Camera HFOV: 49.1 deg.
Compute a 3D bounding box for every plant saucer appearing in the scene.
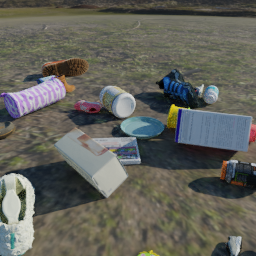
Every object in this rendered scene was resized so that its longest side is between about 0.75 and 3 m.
[{"bbox_3d":[0.527,0.005,10.264,1.591,0.218,1.591,0,27,0],"label":"plant saucer"}]

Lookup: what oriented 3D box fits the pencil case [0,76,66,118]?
[{"bbox_3d":[-3.865,-1.354,11.800,1.110,1.130,2.644,-24,8,43],"label":"pencil case"}]

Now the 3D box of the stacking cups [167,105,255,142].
[{"bbox_3d":[2.918,-0.154,9.809,2.994,0.906,0.906,12,30,21],"label":"stacking cups"}]

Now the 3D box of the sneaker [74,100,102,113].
[{"bbox_3d":[-1.713,-0.871,11.698,1.204,0.444,0.522,1,34,7],"label":"sneaker"}]

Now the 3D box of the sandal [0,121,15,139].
[{"bbox_3d":[-5.391,0.097,9.444,2.942,0.803,1.202,-12,30,-22],"label":"sandal"}]

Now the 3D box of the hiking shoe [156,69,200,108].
[{"bbox_3d":[2.296,-1.588,12.800,1.225,1.051,2.825,-32,37,6],"label":"hiking shoe"}]

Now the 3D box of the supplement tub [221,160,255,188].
[{"bbox_3d":[3.051,1.218,7.495,1.043,0.639,0.639,10,29,17],"label":"supplement tub"}]

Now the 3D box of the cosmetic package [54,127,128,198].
[{"bbox_3d":[-1.021,0.868,7.564,0.845,1.001,1.936,-42,46,-19],"label":"cosmetic package"}]

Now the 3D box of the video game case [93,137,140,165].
[{"bbox_3d":[-0.446,0.725,8.942,1.544,0.177,1.406,-1,27,-4],"label":"video game case"}]

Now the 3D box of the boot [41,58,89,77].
[{"bbox_3d":[-3.717,-3.583,16.346,2.710,1.017,1.453,-12,25,-20],"label":"boot"}]

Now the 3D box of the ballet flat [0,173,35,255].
[{"bbox_3d":[-2.604,1.648,6.424,0.980,0.980,2.730,-12,29,-21],"label":"ballet flat"}]

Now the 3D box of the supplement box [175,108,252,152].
[{"bbox_3d":[2.658,0.032,8.908,2.154,1.113,1.090,6,3,14],"label":"supplement box"}]

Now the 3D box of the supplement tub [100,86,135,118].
[{"bbox_3d":[-0.467,-1.106,11.483,1.037,1.037,1.436,-16,31,-27],"label":"supplement tub"}]

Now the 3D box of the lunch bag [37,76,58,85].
[{"bbox_3d":[-3.917,-2.247,14.024,0.955,0.716,1.124,-21,44,-34],"label":"lunch bag"}]

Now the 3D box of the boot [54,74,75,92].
[{"bbox_3d":[-3.120,-2.190,13.691,1.173,0.911,0.450,-21,34,-34],"label":"boot"}]

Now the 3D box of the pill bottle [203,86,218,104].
[{"bbox_3d":[3.749,-1.478,12.676,0.606,0.606,1.095,9,30,17],"label":"pill bottle"}]

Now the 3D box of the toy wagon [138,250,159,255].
[{"bbox_3d":[0.207,2.838,4.642,1.625,0.414,2.095,5,28,10],"label":"toy wagon"}]

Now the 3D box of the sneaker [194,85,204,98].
[{"bbox_3d":[3.363,-1.843,13.559,0.475,0.422,1.125,14,31,17],"label":"sneaker"}]

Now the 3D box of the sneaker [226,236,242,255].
[{"bbox_3d":[2.087,2.454,5.575,0.308,0.287,0.776,3,20,26],"label":"sneaker"}]
